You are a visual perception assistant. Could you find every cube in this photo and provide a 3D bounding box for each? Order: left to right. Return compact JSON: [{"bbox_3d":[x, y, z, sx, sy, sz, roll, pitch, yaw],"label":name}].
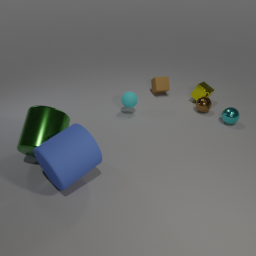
[{"bbox_3d":[1.614,-2.165,14.044,0.700,0.700,0.700,-4,-1,-13],"label":"cube"},{"bbox_3d":[3.501,-1.656,13.179,0.700,0.700,0.700,44,41,16],"label":"cube"}]

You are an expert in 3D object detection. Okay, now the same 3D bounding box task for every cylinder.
[{"bbox_3d":[-2.713,0.188,9.108,1.400,1.400,1.400,5,68,8],"label":"cylinder"},{"bbox_3d":[-1.689,0.801,7.967,1.400,1.400,1.400,-35,44,-27],"label":"cylinder"}]

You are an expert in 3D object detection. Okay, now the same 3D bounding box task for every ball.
[{"bbox_3d":[0.067,-1.220,12.096,0.700,0.700,0.700,0,30,0],"label":"ball"},{"bbox_3d":[3.342,-1.038,12.375,0.700,0.700,0.700,0,30,0],"label":"ball"},{"bbox_3d":[4.201,-0.502,11.477,0.700,0.700,0.700,0,30,0],"label":"ball"}]
